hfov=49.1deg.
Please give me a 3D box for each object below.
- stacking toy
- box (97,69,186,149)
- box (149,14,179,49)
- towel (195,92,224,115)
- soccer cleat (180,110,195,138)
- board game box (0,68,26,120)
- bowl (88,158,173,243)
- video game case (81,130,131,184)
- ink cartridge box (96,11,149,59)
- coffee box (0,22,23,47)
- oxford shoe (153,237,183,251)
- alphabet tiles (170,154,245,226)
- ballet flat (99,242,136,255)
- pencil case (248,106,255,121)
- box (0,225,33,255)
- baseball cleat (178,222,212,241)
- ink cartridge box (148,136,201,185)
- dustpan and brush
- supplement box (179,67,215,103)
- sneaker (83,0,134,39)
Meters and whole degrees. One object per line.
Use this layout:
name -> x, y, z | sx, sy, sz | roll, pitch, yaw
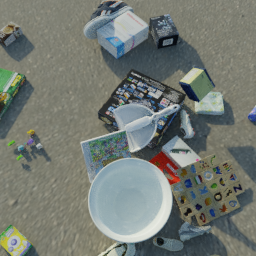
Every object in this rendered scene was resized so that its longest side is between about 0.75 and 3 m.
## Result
stacking toy -> -4.057, 0.680, 11.096 | 1.138, 0.267, 0.858 | -33, 66, -14
box -> 0.595, -0.877, 11.656 | 2.738, 0.680, 2.718 | 28, 66, 14
box -> 1.713, -4.690, 13.602 | 1.043, 0.752, 1.405 | -15, 63, -8
towel -> 3.473, -1.076, 11.974 | 1.216, 0.293, 1.040 | 4, 62, 2
soccer cleat -> 2.318, -0.175, 11.438 | 0.494, 0.441, 1.273 | -13, 66, -4
board game box -> -5.691, -1.388, 12.142 | 1.411, 0.316, 2.693 | 16, 64, 11
bowl -> 0.072, 2.509, 9.563 | 2.749, 1.236, 2.749 | 0, 63, 0
video game case -> -0.721, 1.019, 10.130 | 1.705, 0.188, 1.552 | -16, 104, -21
ink cartridge box -> -0.235, -4.498, 13.432 | 2.053, 0.869, 1.484 | -38, 69, -16
coffee box -> -5.836, -4.607, 13.727 | 0.643, 0.454, 1.138 | 31, 67, 15
oxford shoe -> 1.351, 3.876, 9.387 | 1.017, 0.294, 0.382 | 11, 60, 3
alphabet tiles -> 2.882, 2.184, 10.104 | 2.510, 0.079, 2.088 | -21, 79, -11
ballet flat -> -0.852, 4.371, 8.834 | 2.525, 0.906, 0.906 | -37, 68, -17
pencil case -> 5.404, -0.715, 11.707 | 0.390, 0.434, 1.000 | 35, 67, 18
box -> -3.841, 3.826, 9.430 | 1.107, 0.268, 0.649 | 33, 67, 18
baseball cleat -> 2.257, 3.430, 9.559 | 1.138, 0.397, 0.606 | -17, 64, -10
ink cartridge box -> 1.902, 1.381, 10.642 | 1.539, 0.386, 1.774 | -36, 68, -19
dustpan and brush -> 0.708, -0.281, 9.995 | 2.528, 0.723, 1.764 | -24, 87, 19
supplement box -> 2.665, -1.683, 10.818 | 0.952, 0.953, 0.639 | -44, 31, -4
sneaker -> -1.173, -5.383, 13.755 | 2.984, 1.170, 1.185 | -36, 72, -28
